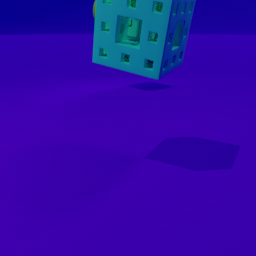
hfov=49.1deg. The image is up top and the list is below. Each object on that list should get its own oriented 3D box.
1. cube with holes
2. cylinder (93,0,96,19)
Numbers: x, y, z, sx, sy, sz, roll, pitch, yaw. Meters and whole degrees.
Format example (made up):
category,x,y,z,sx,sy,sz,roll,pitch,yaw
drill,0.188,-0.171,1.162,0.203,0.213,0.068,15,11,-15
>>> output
category,x,y,z,sx,sy,sz,roll,pitch,yaw
cube with holes,0.261,-1.573,4.420,1.141,1.141,1.141,19,31,20
cylinder,-0.403,-4.272,10.346,1.300,1.300,1.300,-18,33,-40
